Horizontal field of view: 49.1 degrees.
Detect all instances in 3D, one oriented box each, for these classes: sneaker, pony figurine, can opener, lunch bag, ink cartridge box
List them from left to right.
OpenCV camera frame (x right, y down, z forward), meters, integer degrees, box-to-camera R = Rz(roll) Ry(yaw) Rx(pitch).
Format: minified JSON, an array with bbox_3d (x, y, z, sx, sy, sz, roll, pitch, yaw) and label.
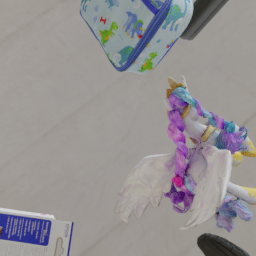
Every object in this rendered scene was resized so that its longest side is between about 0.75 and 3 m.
[{"bbox_3d":[-1.822,1.804,4.470,1.934,0.359,0.916,6,81,7],"label":"ink cartridge box"},{"bbox_3d":[0.035,-1.524,3.449,0.613,1.195,1.487,-1,55,-43],"label":"lunch bag"},{"bbox_3d":[0.896,0.512,3.561,1.936,1.612,1.869,39,61,-28],"label":"pony figurine"},{"bbox_3d":[1.834,-2.916,5.515,0.860,0.681,2.587,47,121,15],"label":"can opener"},{"bbox_3d":[1.644,2.383,3.657,0.991,0.829,2.184,-44,61,1],"label":"sneaker"}]
